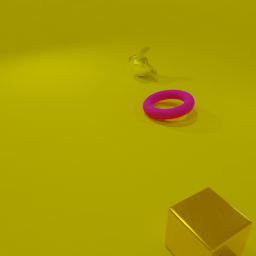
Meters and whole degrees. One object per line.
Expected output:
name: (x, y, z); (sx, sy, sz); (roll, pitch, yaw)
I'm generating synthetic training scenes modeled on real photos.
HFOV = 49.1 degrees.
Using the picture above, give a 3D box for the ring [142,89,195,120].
ring: (1.279, -0.774, 8.892); (1.653, 0.331, 1.653); (-8, 31, 5)

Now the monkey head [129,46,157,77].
monkey head: (0.615, -2.675, 11.412); (1.100, 0.922, 1.530); (-51, 47, -2)

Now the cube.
cube: (1.252, 1.716, 4.540); (0.921, 0.921, 0.921); (-19, 36, -27)
